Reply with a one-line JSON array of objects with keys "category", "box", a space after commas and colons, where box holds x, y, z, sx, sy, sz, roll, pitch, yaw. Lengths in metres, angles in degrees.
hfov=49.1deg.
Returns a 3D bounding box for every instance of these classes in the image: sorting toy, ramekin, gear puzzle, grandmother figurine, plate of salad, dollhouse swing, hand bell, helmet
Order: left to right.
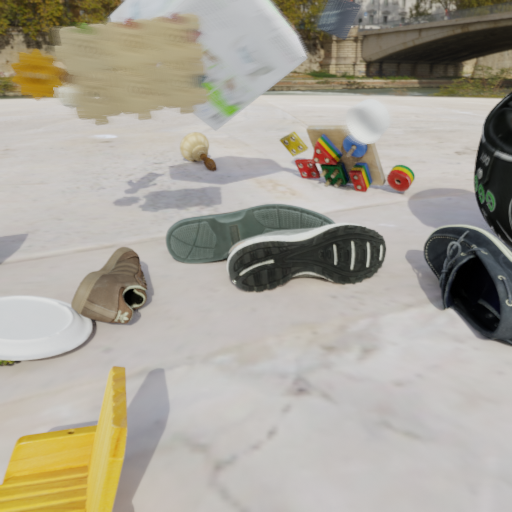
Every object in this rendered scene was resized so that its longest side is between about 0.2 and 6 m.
[{"category": "plate of salad", "box": [-2.548, 0.805, 6.063, 1.480, 0.356, 1.480, 10, 19, -3]}, {"category": "dollhouse swing", "box": [-1.311, 1.352, 3.580, 1.013, 0.980, 1.114, -4, 21, -12]}, {"category": "grandmother figurine", "box": [-2.776, -2.857, 8.885, 0.847, 0.423, 1.396, 14, 52, -3]}, {"category": "gear puzzle", "box": [-1.868, -2.348, 7.176, 2.391, 1.238, 0.313, -9, 24, -7]}, {"category": "hand bell", "box": [-1.500, -2.803, 15.944, 0.908, 0.908, 1.744, -8, 34, -22]}, {"category": "sorting toy", "box": [1.906, -2.215, 13.017, 3.327, 1.604, 0.563, 11, 52, 39]}, {"category": "ramekin", "box": [2.093, -2.514, 10.392, 0.782, 0.782, 0.381, 20, 52, 44]}, {"category": "helmet", "box": [4.658, -1.147, 8.256, 2.686, 2.560, 2.686, -21, 40, 19]}]

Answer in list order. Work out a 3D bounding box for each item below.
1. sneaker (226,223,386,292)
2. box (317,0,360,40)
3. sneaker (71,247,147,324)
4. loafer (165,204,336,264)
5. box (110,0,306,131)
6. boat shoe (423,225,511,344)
[{"category": "sneaker", "box": [0.698, -0.069, 7.828, 2.319, 0.857, 0.919, -4, 15, -10]}, {"category": "box", "box": [1.442, -4.196, 9.831, 0.361, 0.604, 0.614, 14, 24, -25]}, {"category": "sneaker", "box": [-1.681, 0.425, 7.013, 0.695, 0.648, 1.841, 28, 16, -3]}, {"category": "loafer", "box": [-0.042, -0.373, 8.628, 2.610, 0.938, 0.821, -1, 13, 4]}, {"category": "box", "box": [-0.751, -3.711, 9.585, 2.505, 2.210, 1.211, 28, 34, -51]}, {"category": "boat shoe", "box": [2.602, 0.263, 6.766, 0.784, 0.940, 2.520, 2, 24, -12]}]
